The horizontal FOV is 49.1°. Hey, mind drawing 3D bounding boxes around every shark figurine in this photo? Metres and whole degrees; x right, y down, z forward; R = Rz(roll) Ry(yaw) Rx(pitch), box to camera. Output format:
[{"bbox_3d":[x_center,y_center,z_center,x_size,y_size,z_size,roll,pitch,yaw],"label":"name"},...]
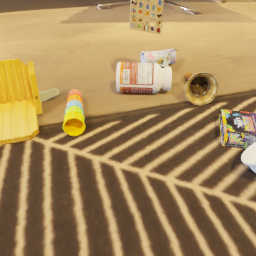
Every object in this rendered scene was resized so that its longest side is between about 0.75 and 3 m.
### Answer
[{"bbox_3d":[2.261,-3.797,15.727,0.862,1.442,0.602,15,-3,28],"label":"shark figurine"}]

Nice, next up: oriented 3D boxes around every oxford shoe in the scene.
[{"bbox_3d":[-3.863,-1.466,12.957,1.404,0.528,0.405,-20,-3,-14],"label":"oxford shoe"}]

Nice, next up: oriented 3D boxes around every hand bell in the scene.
[{"bbox_3d":[3.153,-2.274,13.629,1.502,1.502,2.886,-2,23,-3],"label":"hand bell"}]

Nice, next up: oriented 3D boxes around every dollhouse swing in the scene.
[{"bbox_3d":[-4.958,-1.058,10.844,2.895,2.631,2.545,-9,26,-14],"label":"dollhouse swing"}]

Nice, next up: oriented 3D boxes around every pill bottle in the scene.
[{"bbox_3d":[0.753,-2.373,13.309,2.540,1.425,1.425,2,36,2],"label":"pill bottle"}]

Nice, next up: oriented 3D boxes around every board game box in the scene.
[{"bbox_3d":[4.354,0.031,10.721,1.540,0.528,1.863,5,36,10],"label":"board game box"}]

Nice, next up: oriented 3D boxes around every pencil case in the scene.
[{"bbox_3d":[1.751,-4.066,16.148,2.040,0.848,0.925,-7,48,-11],"label":"pencil case"}]

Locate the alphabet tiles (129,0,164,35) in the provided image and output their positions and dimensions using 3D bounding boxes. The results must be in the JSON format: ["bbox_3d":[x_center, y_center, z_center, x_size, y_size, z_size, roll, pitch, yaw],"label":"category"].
[{"bbox_3d":[0.870,-5.425,12.899,1.657,1.982,0.075,3,1,-22],"label":"alphabet tiles"}]

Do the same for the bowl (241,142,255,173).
[{"bbox_3d":[4.822,0.914,8.679,2.289,1.029,2.289,-30,4,2],"label":"bowl"}]

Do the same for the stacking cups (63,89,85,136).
[{"bbox_3d":[-2.281,-0.797,11.639,0.849,0.849,2.805,-6,35,-9],"label":"stacking cups"}]
